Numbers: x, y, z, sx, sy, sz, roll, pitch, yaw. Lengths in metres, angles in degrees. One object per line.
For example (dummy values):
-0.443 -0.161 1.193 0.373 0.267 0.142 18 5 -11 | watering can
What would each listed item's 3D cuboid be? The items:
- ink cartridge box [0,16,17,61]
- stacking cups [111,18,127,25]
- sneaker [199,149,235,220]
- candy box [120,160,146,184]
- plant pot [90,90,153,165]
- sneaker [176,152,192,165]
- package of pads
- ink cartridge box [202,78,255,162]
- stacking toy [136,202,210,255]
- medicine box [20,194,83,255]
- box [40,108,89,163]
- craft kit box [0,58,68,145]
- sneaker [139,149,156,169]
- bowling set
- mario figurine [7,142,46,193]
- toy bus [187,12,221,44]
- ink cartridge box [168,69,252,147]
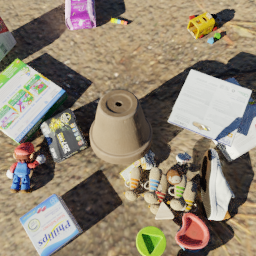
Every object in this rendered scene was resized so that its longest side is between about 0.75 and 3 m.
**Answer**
-6.004 -3.446 11.640 0.948 1.679 2.288 27 70 14 | ink cartridge box
-0.409 -4.949 13.028 0.751 0.227 0.227 13 69 5 | stacking cups
3.205 2.011 10.041 1.057 0.909 2.498 8 72 -14 | sneaker
0.220 1.605 10.493 0.959 0.127 0.490 -35 73 -13 | candy box
-0.285 -0.212 9.919 2.365 2.062 2.365 -1 52 2 | plant pot
1.559 0.937 8.023 0.336 0.872 0.357 46 110 24 | sneaker
-2.210 -5.686 12.989 1.340 0.841 2.224 -5 68 1 | package of pads
3.954 -0.338 10.723 1.927 1.118 2.611 -29 69 -10 | ink cartridge box
1.423 3.827 9.299 2.061 0.962 2.277 32 61 16 | stacking toy
-2.569 3.296 9.462 1.419 0.802 1.558 -35 72 -12 | medicine box
-2.454 0.283 10.758 1.368 0.417 1.697 -29 70 3 | box
-4.372 -1.099 11.316 2.728 0.670 2.762 36 72 10 | craft kit box
0.692 0.954 10.629 0.591 0.510 1.349 8 58 -27 | sneaker
1.161 2.151 9.364 2.686 1.869 1.442 13 71 6 | bowling set
-3.764 1.455 10.374 1.150 0.987 1.862 12 76 -33 | mario figurine
3.510 -4.751 12.623 1.526 0.836 1.617 11 69 4 | toy bus
2.907 -0.716 10.052 2.314 0.510 2.356 24 74 12 | ink cartridge box
